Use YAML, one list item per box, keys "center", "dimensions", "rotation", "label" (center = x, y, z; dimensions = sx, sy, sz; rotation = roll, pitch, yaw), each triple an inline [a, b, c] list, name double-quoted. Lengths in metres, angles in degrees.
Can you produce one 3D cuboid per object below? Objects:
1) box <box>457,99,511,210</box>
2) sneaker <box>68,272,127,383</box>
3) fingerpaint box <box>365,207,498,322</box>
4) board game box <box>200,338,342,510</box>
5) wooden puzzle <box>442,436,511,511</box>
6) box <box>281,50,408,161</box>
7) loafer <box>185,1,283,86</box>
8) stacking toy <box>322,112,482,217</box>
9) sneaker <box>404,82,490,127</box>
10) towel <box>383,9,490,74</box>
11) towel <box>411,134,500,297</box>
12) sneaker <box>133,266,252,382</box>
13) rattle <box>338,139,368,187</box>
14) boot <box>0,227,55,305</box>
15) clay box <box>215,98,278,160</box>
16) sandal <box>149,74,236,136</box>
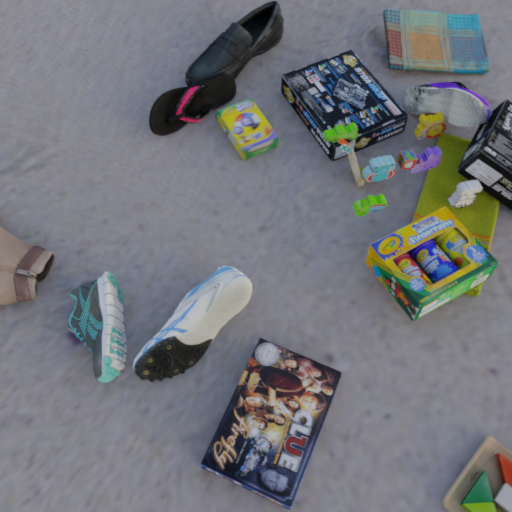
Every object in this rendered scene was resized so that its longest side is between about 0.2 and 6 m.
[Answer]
- center: [5.670, -2.013, 12.030]
  dimensions: [2.103, 0.906, 1.722]
  rotation: [34, 65, -1]
  label: "box"
- center: [-3.049, 1.398, 10.589]
  dimensions: [1.003, 0.853, 2.199]
  rotation: [-16, 55, 6]
  label: "sneaker"
- center: [3.380, 0.114, 10.902]
  dimensions: [1.893, 0.694, 1.580]
  rotation: [-25, 60, -14]
  label: "fingerpaint box"
- center: [0.319, 2.875, 9.856]
  dimensions: [1.671, 0.427, 2.466]
  rotation: [21, 63, 11]
  label: "board game box"
- center: [4.158, 4.095, 9.248]
  dimensions: [1.792, 0.311, 2.657]
  rotation: [32, 65, 17]
  label: "wooden puzzle"
- center: [2.056, -3.674, 13.446]
  dimensions: [2.034, 0.589, 2.559]
  rotation: [-25, 64, -13]
  label: "box"
- center: [-0.549, -5.290, 14.040]
  dimensions: [1.103, 1.140, 3.249]
  rotation: [39, 67, 19]
  label: "loafer"
- center: [3.131, -1.955, 12.131]
  dimensions: [2.953, 0.694, 2.226]
  rotation: [-10, 60, -10]
  label: "stacking toy"
- center: [4.623, -3.629, 12.936]
  dimensions: [1.153, 0.806, 2.319]
  rotation: [-21, 33, -23]
  label: "sneaker"
- center: [4.627, -5.541, 14.424]
  dimensions: [2.626, 0.285, 1.925]
  rotation: [2, 69, -5]
  label: "towel"
- center: [4.370, -1.059, 12.123]
  dimensions: [1.697, 0.356, 3.944]
  rotation: [19, 62, 10]
  label: "towel"
- center: [-1.234, 1.276, 10.593]
  dimensions: [2.726, 0.980, 0.988]
  rotation: [-43, 36, -15]
  label: "sneaker"
- center: [2.338, -2.130, 12.222]
  dimensions: [0.796, 1.114, 0.725]
  rotation: [-10, 21, 29]
  label: "rattle"
- center: [-4.991, -0.084, 11.402]
  dimensions: [1.718, 0.826, 2.350]
  rotation: [7, 62, -3]
  label: "boot"
- center: [-0.256, -3.080, 13.234]
  dimensions: [0.928, 0.384, 1.615]
  rotation: [-25, 64, -13]
  label: "clay box"
- center: [-1.429, -3.595, 13.186]
  dimensions: [2.464, 0.925, 0.555]
  rotation: [-32, 40, -19]
  label: "sandal"
